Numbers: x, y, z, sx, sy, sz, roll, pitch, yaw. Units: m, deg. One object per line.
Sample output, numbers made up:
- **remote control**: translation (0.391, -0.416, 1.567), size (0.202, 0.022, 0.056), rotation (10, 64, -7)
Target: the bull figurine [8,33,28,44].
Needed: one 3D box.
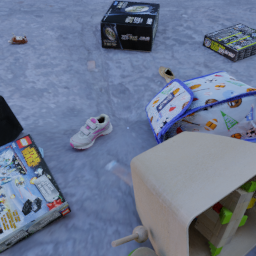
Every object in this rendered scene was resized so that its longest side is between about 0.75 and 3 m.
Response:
- **bull figurine**: translation (-5.155, -4.158, 13.078), size (0.885, 0.537, 0.288), rotation (-4, 66, -12)

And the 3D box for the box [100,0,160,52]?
- **box**: translation (0.176, -4.911, 13.318), size (2.362, 1.242, 2.884), rotation (8, 43, 8)

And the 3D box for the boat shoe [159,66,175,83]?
- **boat shoe**: translation (1.549, -2.159, 10.957), size (0.424, 0.380, 1.146), rotation (-15, 45, -16)

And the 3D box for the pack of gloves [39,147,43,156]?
- **pack of gloves**: translation (-2.752, 0.847, 7.832), size (0.746, 0.175, 0.888), rotation (-10, 43, -12)

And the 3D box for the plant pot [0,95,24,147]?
- **plant pot**: translation (-4.251, 0.004, 7.824), size (1.652, 1.656, 1.469), rotation (13, 58, 13)

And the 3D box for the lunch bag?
- **lunch bag**: translation (1.919, -0.469, 7.768), size (2.736, 1.694, 2.326), rotation (-15, 23, 2)

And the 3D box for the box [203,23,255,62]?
- **box**: translation (5.013, -3.959, 12.805), size (2.463, 0.545, 1.973), rotation (-24, 48, -24)

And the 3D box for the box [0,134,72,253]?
- **box**: translation (-2.739, 1.422, 6.841), size (1.784, 0.520, 2.606), rotation (-27, 49, -18)

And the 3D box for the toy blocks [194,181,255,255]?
- **toy blocks**: translation (1.809, 1.579, 5.964), size (0.876, 1.752, 1.198), rotation (0, 24, -36)

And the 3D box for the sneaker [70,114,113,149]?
- **sneaker**: translation (-1.118, 0.038, 8.342), size (0.618, 0.670, 1.518), rotation (31, 51, 29)

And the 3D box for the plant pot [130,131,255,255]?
- **plant pot**: translation (1.356, 1.434, 5.785), size (2.405, 2.408, 2.132), rotation (-25, 36, -25)

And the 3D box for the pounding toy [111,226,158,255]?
- **pounding toy**: translation (0.067, 2.735, 5.341), size (1.123, 0.675, 1.455), rotation (-4, 72, -50)
